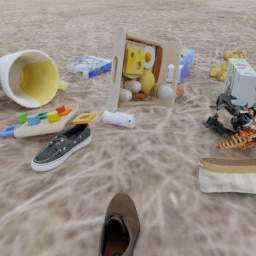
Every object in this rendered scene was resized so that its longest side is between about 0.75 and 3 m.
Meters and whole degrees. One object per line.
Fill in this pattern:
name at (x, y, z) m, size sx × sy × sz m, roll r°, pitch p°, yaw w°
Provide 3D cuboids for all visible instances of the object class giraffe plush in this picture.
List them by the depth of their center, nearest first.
giraffe plush at (3.950, -2.477, 10.807) m, size 1.375 × 1.115 × 1.187 m, roll 26°, pitch 39°, yaw 37°

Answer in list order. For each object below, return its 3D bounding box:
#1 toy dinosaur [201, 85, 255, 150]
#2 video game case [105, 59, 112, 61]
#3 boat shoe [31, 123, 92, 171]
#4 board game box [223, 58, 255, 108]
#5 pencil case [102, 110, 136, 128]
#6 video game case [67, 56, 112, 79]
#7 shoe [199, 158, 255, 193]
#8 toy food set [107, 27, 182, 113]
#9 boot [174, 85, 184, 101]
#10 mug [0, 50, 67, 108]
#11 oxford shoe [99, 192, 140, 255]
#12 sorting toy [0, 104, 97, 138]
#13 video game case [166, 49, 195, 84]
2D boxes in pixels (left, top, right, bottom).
toy dinosaur at (2.814, -0.110, 6.861) m, size 1.625 × 1.223 × 2.394 m, roll 38°, pitch 23°, yaw 25°
video game case at (-1.170, -2.988, 12.709) m, size 0.746 × 0.090 × 0.819 m, roll 11°, pitch 32°, yaw 18°
boat shoe at (-1.530, 0.372, 6.525) m, size 0.599 × 0.494 × 1.745 m, roll 19°, pitch 35°, yaw 29°
board game box at (3.442, -1.318, 8.683) m, size 0.546 × 1.253 × 1.698 m, roll 2°, pitch 30°, yaw 4°
pencil case at (-0.244, -0.242, 7.691) m, size 0.921 × 0.383 × 0.418 m, roll 12°, pitch 17°, yaw 20°
video game case at (-1.589, -2.573, 11.682) m, size 1.301 × 0.326 × 1.435 m, roll 22°, pitch 40°, yaw 33°
shoe at (2.538, 0.968, 5.506) m, size 2.382 × 0.636 × 0.833 m, roll 3°, pitch 4°, yaw -3°
toy food set at (0.327, -0.849, 4.369) m, size 0.486 × 1.155 × 1.609 m, roll 16°, pitch 15°, yaw 35°
boot at (1.161, -1.291, 9.372) m, size 1.312 × 0.503 × 1.019 m, roll 21°, pitch 37°, yaw 30°
mug at (-3.328, -1.514, 9.113) m, size 1.768 × 2.154 × 1.725 m, roll 16°, pitch 65°, yaw 41°
oxford shoe at (-0.112, 1.526, 4.352) m, size 0.611 × 0.710 × 1.681 m, roll -1°, pitch 29°, yaw 2°
sorting toy at (-2.085, -0.296, 7.300) m, size 2.586 × 0.352 × 1.456 m, roll -8°, pitch 25°, yaw 11°
video game case at (1.274, -2.796, 11.828) m, size 2.587 × 0.649 × 2.855 m, roll 12°, pitch 32°, yaw 18°
